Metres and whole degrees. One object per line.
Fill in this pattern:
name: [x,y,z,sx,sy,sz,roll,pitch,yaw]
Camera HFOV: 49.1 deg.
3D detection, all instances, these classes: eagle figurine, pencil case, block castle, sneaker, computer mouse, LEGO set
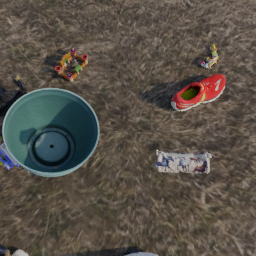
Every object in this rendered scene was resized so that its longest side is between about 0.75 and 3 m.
eagle figurine: [-4.493,4.534,9.017,2.145,1.619,1.628,-19,24,24]
pencil case: [1.334,0.817,6.805,1.329,0.594,0.517,0,50,15]
block castle: [-2.359,-2.680,11.742,0.866,0.608,1.295,32,74,11]
sneaker: [2.888,-1.459,11.070,2.502,1.062,0.963,-29,73,-10]
computer mouse: [-5.295,-1.773,11.459,1.671,0.548,2.380,-39,76,-11]
LEGO set: [3.632,-3.102,11.967,0.567,0.458,1.232,27,73,9]

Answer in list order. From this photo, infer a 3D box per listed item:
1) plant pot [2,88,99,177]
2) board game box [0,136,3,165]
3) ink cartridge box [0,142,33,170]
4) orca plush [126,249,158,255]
plant pot: [-2.637,0.390,9.770,2.983,1.998,2.983,6,65,-14]
board game box: [-5.857,0.940,10.533,2.091,0.498,1.062,-7,71,-2]
ink cartridge box: [-4.026,0.724,10.574,1.721,0.361,1.027,-39,75,-24]
orca plush: [-0.031,4.720,9.053,2.227,1.172,0.792,-13,109,-26]
